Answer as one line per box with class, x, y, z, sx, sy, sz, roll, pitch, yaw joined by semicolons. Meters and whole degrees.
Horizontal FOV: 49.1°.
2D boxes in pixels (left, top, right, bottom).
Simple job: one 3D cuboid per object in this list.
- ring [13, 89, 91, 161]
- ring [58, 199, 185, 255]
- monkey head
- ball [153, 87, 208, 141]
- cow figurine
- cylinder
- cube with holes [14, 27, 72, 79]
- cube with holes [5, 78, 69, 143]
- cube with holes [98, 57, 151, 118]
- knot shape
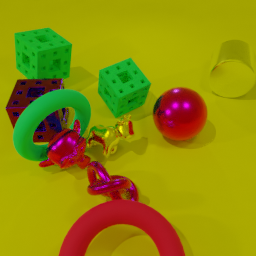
ring;-1.554;-0.026;5.969;1.824;1.824;0.365;-32;60;-29
ring;-0.083;2.130;4.349;2.018;0.404;2.018;2;63;-4
monkey head;-1.255;0.488;6.031;0.782;0.933;1.297;30;76;32
ball;1.228;-0.334;6.648;1.285;1.285;1.285;0;44;0
cow figurine;-0.399;0.100;6.368;1.084;1.066;0.595;23;15;23
cylinder;3.018;-1.724;8.134;1.240;1.240;1.240;12;45;12
cube with holes;-2.405;-2.030;7.962;1.101;1.101;1.101;39;45;25
cube with holes;-2.140;-0.433;6.887;1.120;1.120;1.120;-2;44;-2
cube with holes;-0.132;-1.056;7.425;0.964;0.964;0.964;-27;69;-21
knot shape;-0.332;1.108;5.318;1.250;1.170;0.578;29;83;8
